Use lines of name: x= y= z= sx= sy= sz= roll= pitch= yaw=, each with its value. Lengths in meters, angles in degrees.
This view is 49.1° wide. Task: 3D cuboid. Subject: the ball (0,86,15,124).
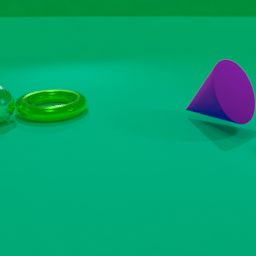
ball: x=-3.506 y=-0.612 z=7.293 sx=1.046 sy=1.046 sz=1.046 roll=0 pitch=24 yaw=0

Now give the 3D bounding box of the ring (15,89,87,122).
ring: x=-2.244 y=-0.705 z=8.247 sx=2.082 sy=0.416 sz=2.082 roll=1 pitch=23 yaw=0

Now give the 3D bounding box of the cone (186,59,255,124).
cone: x=2.079 y=-0.691 z=7.226 sx=1.604 sy=1.604 sz=1.610 roll=-19 pitch=-1 yaw=-37
